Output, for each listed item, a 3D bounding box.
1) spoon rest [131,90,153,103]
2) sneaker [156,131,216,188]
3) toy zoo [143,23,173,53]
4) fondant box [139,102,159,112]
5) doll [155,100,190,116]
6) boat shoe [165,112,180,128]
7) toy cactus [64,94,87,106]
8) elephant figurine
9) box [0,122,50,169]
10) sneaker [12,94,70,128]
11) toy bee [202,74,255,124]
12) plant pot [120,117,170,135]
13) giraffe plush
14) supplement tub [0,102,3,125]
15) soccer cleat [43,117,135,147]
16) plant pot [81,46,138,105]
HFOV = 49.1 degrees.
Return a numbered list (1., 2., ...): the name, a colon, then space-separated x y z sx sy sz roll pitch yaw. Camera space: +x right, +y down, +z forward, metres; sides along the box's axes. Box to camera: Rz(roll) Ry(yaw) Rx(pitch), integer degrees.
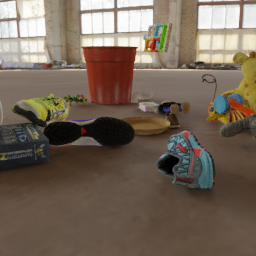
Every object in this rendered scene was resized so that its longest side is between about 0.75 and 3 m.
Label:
1. spoon rest: 0.701 -1.718 14.480 0.940 0.574 1.892 6 17 22
2. sneaker: 0.958 0.537 5.447 0.895 0.743 1.873 -3 14 -7
3. toy zoo: 1.213 -3.922 12.259 0.184 1.182 1.802 4 11 -32
4. fondant box: 0.896 -0.913 11.972 0.649 0.262 0.899 -3 14 -12
5. doll: 1.777 -0.812 11.070 1.436 0.510 2.104 -10 10 -8
6. boat shoe: 1.437 -0.300 9.282 0.418 0.419 1.132 -2 15 -6
7. toy cactus: -2.427 -1.274 13.155 1.113 0.569 0.919 -3 -4 -1
8. elephant figurine: 3.891 -0.060 6.814 2.399 1.861 1.698 -18 63 -22
9. box: -2.835 0.362 6.484 1.659 0.537 2.103 -8 16 -26
10. sneaker: -2.320 -0.553 7.716 0.916 0.928 2.428 30 0 5
11. toy bee: 3.235 -0.572 9.268 1.583 1.314 2.418 4 39 -6
12. plant pot: 0.467 -0.075 8.807 1.704 0.234 1.704 0 15 0
13. giraffe plush: 5.055 -1.833 11.227 2.554 2.401 2.960 0 15 0
14. supplement tub: -4.781 -0.405 7.845 1.354 1.354 2.052 12 20 39
15. soccer cleat: -0.976 0.102 7.223 2.275 0.776 0.832 -1 3 -8
16. plant pot: -0.872 -2.597 13.671 2.745 2.670 2.745 0 14 0
